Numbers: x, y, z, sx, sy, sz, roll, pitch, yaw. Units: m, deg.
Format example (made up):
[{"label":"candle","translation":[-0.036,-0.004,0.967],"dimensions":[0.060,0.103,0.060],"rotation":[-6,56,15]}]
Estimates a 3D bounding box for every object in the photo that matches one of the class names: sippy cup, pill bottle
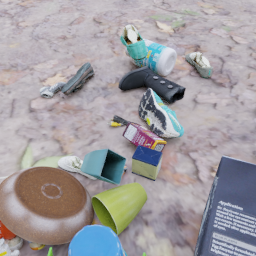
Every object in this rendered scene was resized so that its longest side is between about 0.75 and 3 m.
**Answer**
[{"label":"sippy cup","translation":[-0.767,3.278,6.906],"dimensions":[2.205,1.616,1.732],"rotation":[-24,49,-22]},{"label":"pill bottle","translation":[1.088,-3.648,14.135],"dimensions":[2.479,1.373,1.373],"rotation":[28,51,26]}]

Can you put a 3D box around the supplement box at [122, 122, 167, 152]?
[{"label":"supplement box","translation":[0.591,0.402,10.321],"dimensions":[1.417,0.607,0.782],"rotation":[35,13,30]}]

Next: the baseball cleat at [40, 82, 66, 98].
[{"label":"baseball cleat","translation":[-3.399,-1.710,12.900],"dimensions":[1.267,0.442,0.674],"rotation":[-20,53,-6]}]

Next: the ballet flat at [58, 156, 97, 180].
[{"label":"ballet flat","translation":[-1.707,1.270,9.719],"dimensions":[1.682,0.584,0.584],"rotation":[19,47,18]}]

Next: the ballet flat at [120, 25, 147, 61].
[{"label":"ballet flat","translation":[0.203,-3.851,11.942],"dimensions":[0.918,0.960,2.727],"rotation":[-17,40,-3]}]

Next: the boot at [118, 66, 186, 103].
[{"label":"boot","translation":[1.089,-1.803,12.752],"dimensions":[2.031,0.809,2.464],"rotation":[-35,59,-28]}]

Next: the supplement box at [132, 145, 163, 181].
[{"label":"supplement box","translation":[0.641,1.194,9.540],"dimensions":[0.896,0.895,0.601],"rotation":[17,47,17]}]

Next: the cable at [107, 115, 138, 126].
[{"label":"cable","translation":[-0.155,-0.182,11.496],"dimensions":[1.392,0.350,0.676],"rotation":[15,28,-2]}]

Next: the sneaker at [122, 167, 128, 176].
[{"label":"sneaker","translation":[-0.287,1.600,9.606],"dimensions":[0.766,0.300,0.296],"rotation":[-32,73,-29]}]

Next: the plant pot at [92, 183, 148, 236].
[{"label":"plant pot","translation":[-0.145,2.233,8.257],"dimensions":[1.382,1.293,1.293],"rotation":[-27,50,-29]}]

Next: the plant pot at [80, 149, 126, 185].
[{"label":"plant pot","translation":[-0.815,1.125,8.263],"dimensions":[1.151,0.814,0.813],"rotation":[-4,62,43]}]

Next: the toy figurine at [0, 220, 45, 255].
[{"label":"toy figurine","translation":[-3.061,3.047,7.159],"dimensions":[1.437,1.015,1.459],"rotation":[-11,14,29]}]

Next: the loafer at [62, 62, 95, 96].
[{"label":"loafer","translation":[-2.221,-2.209,13.146],"dimensions":[0.842,0.737,2.343],"rotation":[-15,35,40]}]

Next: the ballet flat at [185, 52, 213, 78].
[{"label":"ballet flat","translation":[3.692,-3.451,14.381],"dimensions":[0.788,0.745,2.339],"rotation":[-12,45,-12]}]

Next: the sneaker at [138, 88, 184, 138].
[{"label":"sneaker","translation":[1.278,-0.555,11.429],"dimensions":[1.179,1.148,2.961],"rotation":[13,33,-30]}]

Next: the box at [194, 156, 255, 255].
[{"label":"box","translation":[2.560,2.669,6.753],"dimensions":[1.612,2.700,2.746],"rotation":[15,46,17]}]

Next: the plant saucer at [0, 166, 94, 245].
[{"label":"plant saucer","translation":[-2.252,1.973,8.089],"dimensions":[2.885,0.528,2.885],"rotation":[21,26,-11]}]
